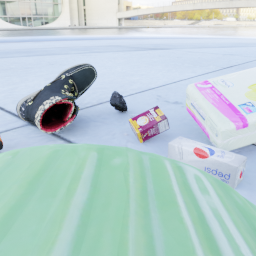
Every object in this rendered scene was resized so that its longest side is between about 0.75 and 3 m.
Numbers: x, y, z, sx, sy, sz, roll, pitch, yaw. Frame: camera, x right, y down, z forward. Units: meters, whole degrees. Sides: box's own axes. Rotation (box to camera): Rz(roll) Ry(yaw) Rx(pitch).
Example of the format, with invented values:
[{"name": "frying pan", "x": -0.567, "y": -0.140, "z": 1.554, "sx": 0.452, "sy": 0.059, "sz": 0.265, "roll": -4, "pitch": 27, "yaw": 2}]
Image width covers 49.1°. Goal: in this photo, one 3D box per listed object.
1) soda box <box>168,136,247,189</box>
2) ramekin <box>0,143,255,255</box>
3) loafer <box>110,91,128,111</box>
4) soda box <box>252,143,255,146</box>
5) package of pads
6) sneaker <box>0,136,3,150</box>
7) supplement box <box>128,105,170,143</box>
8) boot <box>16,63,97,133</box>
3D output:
[{"name": "soda box", "x": 1.622, "y": 0.685, "z": 5.937, "sx": 1.580, "sy": 0.539, "sz": 0.501, "roll": 19, "pitch": 30, "yaw": 37}, {"name": "ramekin", "x": -0.229, "y": 1.436, "z": 1.118, "sx": 2.820, "sy": 2.820, "sz": 1.377, "roll": 1, "pitch": 21, "yaw": 1}, {"name": "loafer", "x": -0.267, "y": -0.853, "z": 9.216, "sx": 0.475, "sy": 0.491, "sz": 1.398, "roll": 5, "pitch": -7, "yaw": 12}, {"name": "soda box", "x": 4.015, "y": 0.308, "z": 6.788, "sx": 0.666, "sy": 0.596, "sz": 1.882, "roll": -19, "pitch": 29, "yaw": -41}, {"name": "package of pads", "x": 2.907, "y": -0.589, "z": 6.890, "sx": 2.568, "sy": 0.876, "sz": 1.984, "roll": -15, "pitch": 39, "yaw": -7}, {"name": "sneaker", "x": -3.804, "y": 0.579, "z": 5.456, "sx": 1.204, "sy": 0.936, "sz": 2.676, "roll": 32, "pitch": 45, "yaw": 25}, {"name": "supplement box", "x": 0.549, "y": -0.097, "z": 7.312, "sx": 0.884, "sy": 0.456, "sz": 0.579, "roll": -27, "pitch": 47, "yaw": -6}, {"name": "boot", "x": -1.746, "y": -0.923, "z": 8.256, "sx": 2.868, "sy": 1.035, "sz": 2.166, "roll": -36, "pitch": 30, "yaw": -19}]
